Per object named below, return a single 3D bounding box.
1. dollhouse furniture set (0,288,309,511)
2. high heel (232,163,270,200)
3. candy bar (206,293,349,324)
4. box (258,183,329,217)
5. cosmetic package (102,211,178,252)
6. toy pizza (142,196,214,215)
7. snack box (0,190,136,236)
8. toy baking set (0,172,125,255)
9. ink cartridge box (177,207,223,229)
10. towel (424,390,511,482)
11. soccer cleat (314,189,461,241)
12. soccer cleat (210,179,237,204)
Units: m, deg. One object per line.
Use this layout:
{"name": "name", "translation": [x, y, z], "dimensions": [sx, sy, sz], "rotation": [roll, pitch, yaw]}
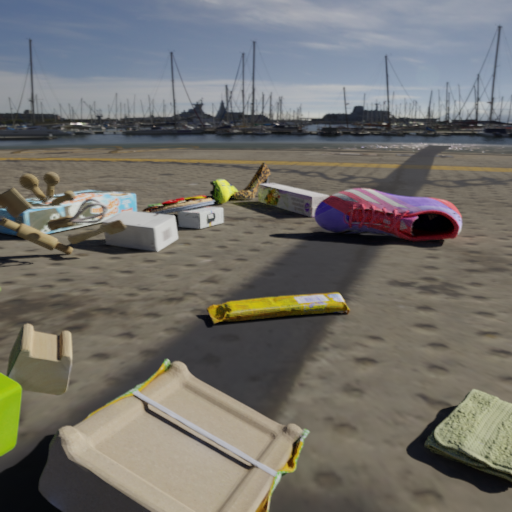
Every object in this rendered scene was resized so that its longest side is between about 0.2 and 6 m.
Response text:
{"name": "dollhouse furniture set", "translation": [-1.481, 1.445, 4.329], "dimensions": [3.427, 1.323, 1.713], "rotation": [25, 14, 15]}
{"name": "high heel", "translation": [-0.183, -2.354, 17.652], "dimensions": [1.550, 1.105, 0.553], "rotation": [-14, 20, -43]}
{"name": "candy bar", "translation": [0.337, 0.713, 7.676], "dimensions": [1.988, 0.220, 0.496], "rotation": [-3, 19, -13]}
{"name": "box", "translation": [0.986, -1.612, 15.866], "dimensions": [0.609, 0.569, 2.940], "rotation": [-8, 17, -28]}
{"name": "cosmetic package", "translation": [-2.398, -0.527, 11.575], "dimensions": [1.367, 0.555, 0.772], "rotation": [8, 27, 25]}
{"name": "toy pizza", "translation": [-2.022, -1.272, 14.158], "dimensions": [1.954, 0.310, 1.954], "rotation": [-12, 6, 1]}
{"name": "snack box", "translation": [-4.807, -1.113, 13.832], "dimensions": [1.915, 0.612, 3.296], "rotation": [8, 17, 33]}
{"name": "toy baking set", "translation": [-3.634, -0.676, 10.311], "dimensions": [2.190, 1.681, 0.255], "rotation": [31, 38, -26]}
{"name": "ink cartridge box", "translation": [-1.349, -0.935, 13.589], "dimensions": [0.691, 0.393, 0.949], "rotation": [7, 16, 32]}
{"name": "towel", "translation": [2.009, 1.493, 4.731], "dimensions": [0.821, 0.202, 1.107], "rotation": [13, 19, 38]}
{"name": "soccer cleat", "translation": [2.832, -0.831, 12.164], "dimensions": [3.142, 1.048, 1.201], "rotation": [4, 21, 7]}
{"name": "soccer cleat", "translation": [-0.968, -2.032, 17.329], "dimensions": [0.852, 0.659, 2.038], "rotation": [0, 14, -9]}
